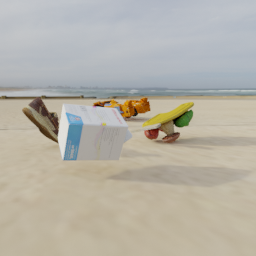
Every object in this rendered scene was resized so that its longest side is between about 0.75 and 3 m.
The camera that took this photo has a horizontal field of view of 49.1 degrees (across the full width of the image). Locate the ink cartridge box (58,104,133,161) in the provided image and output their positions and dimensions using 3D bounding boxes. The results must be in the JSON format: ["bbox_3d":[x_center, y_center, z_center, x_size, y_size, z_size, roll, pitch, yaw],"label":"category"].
[{"bbox_3d":[-0.449,0.069,3.866,0.906,0.567,0.582,4,29,-23],"label":"ink cartridge box"}]

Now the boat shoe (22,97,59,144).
[{"bbox_3d":[-1.512,-0.113,5.436,0.458,0.457,1.269,21,-25,33],"label":"boat shoe"}]

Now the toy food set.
[{"bbox_3d":[0.923,-0.036,6.421,1.051,0.583,1.786,-15,11,46],"label":"toy food set"}]

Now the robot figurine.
[{"bbox_3d":[-0.440,-0.829,11.792,2.617,0.762,1.897,2,12,44],"label":"robot figurine"}]
